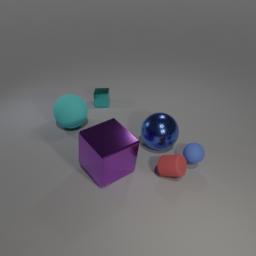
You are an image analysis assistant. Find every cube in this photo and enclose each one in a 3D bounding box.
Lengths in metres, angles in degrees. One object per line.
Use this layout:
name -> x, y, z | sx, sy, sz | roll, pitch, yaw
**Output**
cube -> -0.653, 0.778, 9.063 | 1.400, 1.400, 1.400 | -23, 49, -32
cube -> -1.245, -1.462, 13.451 | 0.700, 0.700, 0.700 | -1, 32, 2

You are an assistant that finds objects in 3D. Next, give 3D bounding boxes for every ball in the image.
ball -> -2.376, -0.688, 11.619 | 1.400, 1.400, 1.400 | 0, 32, 0
ball -> 2.180, 0.832, 9.276 | 0.700, 0.700, 0.700 | 0, 32, 0
ball -> 1.173, 0.122, 10.319 | 1.400, 1.400, 1.400 | 0, 32, 0

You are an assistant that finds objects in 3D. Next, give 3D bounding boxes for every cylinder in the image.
cylinder -> 1.418, 1.209, 8.992 | 0.700, 0.700, 0.700 | -6, 23, 38
